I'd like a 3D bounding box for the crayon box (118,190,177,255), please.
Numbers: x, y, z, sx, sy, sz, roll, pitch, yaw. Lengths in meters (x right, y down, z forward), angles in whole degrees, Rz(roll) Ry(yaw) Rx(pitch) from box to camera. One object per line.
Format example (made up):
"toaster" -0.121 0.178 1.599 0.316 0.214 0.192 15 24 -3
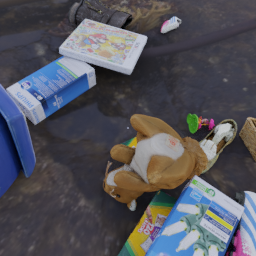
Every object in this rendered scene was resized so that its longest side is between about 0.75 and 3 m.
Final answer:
"crayon box" 0.761 2.736 6.811 1.263 0.620 2.127 28 58 17

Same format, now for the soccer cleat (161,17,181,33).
"soccer cleat" 1.909 -4.510 12.287 0.527 0.427 1.222 29 58 20

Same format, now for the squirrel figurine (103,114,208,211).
"squirrel figurine" 0.642 1.139 7.222 2.563 2.393 1.814 4 47 -35

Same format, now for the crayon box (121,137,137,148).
"crayon box" 0.295 0.820 8.426 0.637 0.313 1.073 -24 57 -17

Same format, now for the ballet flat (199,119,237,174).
"ballet flat" 2.566 0.474 8.432 0.784 0.784 2.218 38 63 25

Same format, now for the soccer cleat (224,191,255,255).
"soccer cleat" 2.934 2.847 6.492 1.278 1.034 2.960 16 55 11

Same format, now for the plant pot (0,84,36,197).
"plant pot" -4.209 0.281 7.309 2.679 2.980 2.980 -31 59 -29

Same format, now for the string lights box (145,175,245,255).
"string lights box" 1.341 2.509 6.116 1.342 0.770 2.611 33 60 11

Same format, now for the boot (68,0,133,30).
"boot" -0.993 -5.212 12.576 2.579 1.025 2.962 18 62 9

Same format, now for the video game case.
"video game case" -0.843 -3.181 10.664 2.710 0.310 2.466 17 47 5

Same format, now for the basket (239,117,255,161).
"basket" 4.106 0.288 8.464 0.858 0.896 1.203 -12 54 -9

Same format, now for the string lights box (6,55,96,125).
"string lights box" -2.605 -1.466 9.805 1.394 0.800 2.713 39 62 25

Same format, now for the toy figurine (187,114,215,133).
"toy figurine" 2.414 -0.166 9.131 0.750 0.612 0.815 3 28 -15
